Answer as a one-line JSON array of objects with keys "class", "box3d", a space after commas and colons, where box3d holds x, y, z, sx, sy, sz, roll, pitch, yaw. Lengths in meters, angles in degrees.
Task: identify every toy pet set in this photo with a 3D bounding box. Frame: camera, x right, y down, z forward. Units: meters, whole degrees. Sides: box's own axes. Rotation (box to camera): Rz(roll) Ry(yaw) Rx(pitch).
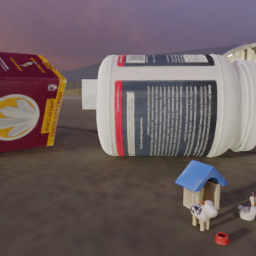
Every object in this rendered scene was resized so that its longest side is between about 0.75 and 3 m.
[{"class": "toy pet set", "box3d": [0.803, 0.529, 2.305, 0.757, 0.402, 0.707, -4, 9, -27]}]

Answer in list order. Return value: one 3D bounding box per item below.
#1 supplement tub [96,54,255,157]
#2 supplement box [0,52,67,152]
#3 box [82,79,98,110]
[{"class": "supplement tub", "box3d": [0.707, -0.337, 4.299, 2.217, 1.556, 1.556, 1, 8, 3]}, {"class": "supplement box", "box3d": [-2.420, -0.396, 4.378, 2.515, 1.388, 1.077, -7, 37, -40]}, {"class": "box", "box3d": [-0.925, -1.868, 15.503, 2.265, 1.582, 2.974, 2, 8, 15]}]
